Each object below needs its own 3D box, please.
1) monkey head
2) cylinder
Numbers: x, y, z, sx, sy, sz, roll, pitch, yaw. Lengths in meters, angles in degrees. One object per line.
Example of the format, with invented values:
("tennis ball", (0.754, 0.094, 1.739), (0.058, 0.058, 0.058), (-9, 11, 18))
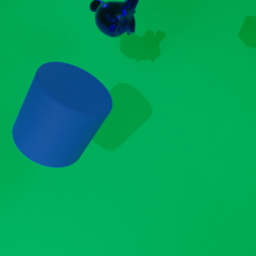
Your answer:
("monkey head", (-0.230, -2.401, 5.792), (0.841, 1.003, 1.395), (-3, 40, -36))
("cylinder", (-1.163, -0.225, 4.943), (1.353, 1.353, 1.353), (25, 34, -18))
